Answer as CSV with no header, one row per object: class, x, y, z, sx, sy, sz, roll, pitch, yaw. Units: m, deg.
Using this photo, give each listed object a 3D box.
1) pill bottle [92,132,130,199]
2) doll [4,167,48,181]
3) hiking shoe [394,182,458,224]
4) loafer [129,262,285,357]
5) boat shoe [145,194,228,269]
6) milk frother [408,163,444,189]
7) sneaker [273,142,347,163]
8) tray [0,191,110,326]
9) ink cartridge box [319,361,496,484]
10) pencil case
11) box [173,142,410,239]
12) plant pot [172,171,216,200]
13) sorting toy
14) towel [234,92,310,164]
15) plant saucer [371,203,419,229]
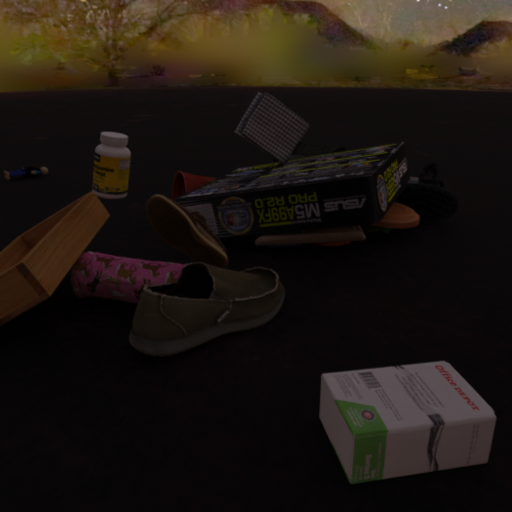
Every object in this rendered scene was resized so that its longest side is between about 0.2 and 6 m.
pill bottle,-2.237,-1.404,8.681,0.537,0.955,0.537,9,20,-3
doll,-6.665,-2.433,16.278,1.185,0.287,0.808,-15,24,-33
hiking shoe,3.202,-1.315,12.511,2.461,0.916,1.067,5,23,13
loafer,-0.538,0.545,7.641,0.984,0.911,2.616,17,24,37
boat shoe,-0.978,-0.390,8.237,0.545,1.510,0.543,-38,23,28
milk frother,3.689,-1.697,13.131,1.139,1.211,1.093,14,29,33
sneaker,1.481,-2.532,15.326,1.852,1.236,3.234,-4,24,-14
tray,-3.363,0.087,8.404,1.650,0.620,3.346,-30,18,10
ink cartridge box,1.430,1.581,5.499,1.390,0.584,1.011,-4,22,-10
pencil case,-1.814,0.381,8.338,1.867,0.808,0.773,7,36,15
box,0.799,-1.306,11.232,3.981,0.881,3.189,-4,17,26
plant pot,-1.305,-1.413,12.834,0.985,1.013,1.013,-1,20,-25
sorting toy,1.490,-0.522,11.133,2.956,0.435,2.185,-3,16,3
towel,0.349,-2.701,11.811,1.283,1.062,0.549,30,12,-23
plant saucer,2.572,-0.887,11.388,1.477,0.238,1.477,4,20,-1
